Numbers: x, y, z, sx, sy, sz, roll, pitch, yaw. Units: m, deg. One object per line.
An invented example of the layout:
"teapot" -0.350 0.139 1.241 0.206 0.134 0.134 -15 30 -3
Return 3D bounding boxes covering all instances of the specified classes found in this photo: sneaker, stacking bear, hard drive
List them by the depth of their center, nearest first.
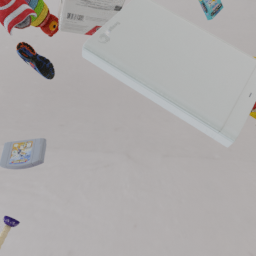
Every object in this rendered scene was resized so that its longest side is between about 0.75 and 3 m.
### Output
"hard drive" 0.771 -0.983 4.199 2.421 0.318 1.597 33 61 8
"sneaker" -3.064 -3.079 6.919 0.861 1.359 2.417 -41 34 -3
"sneaker" -2.552 -1.850 7.781 0.478 1.270 0.498 -52 27 -18
"stacking bear" -2.810 -3.519 8.544 0.993 1.745 1.060 30 87 42

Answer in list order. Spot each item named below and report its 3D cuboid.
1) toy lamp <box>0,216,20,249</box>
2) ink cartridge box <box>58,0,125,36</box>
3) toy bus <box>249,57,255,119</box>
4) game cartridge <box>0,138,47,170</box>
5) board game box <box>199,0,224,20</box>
"toy lamp" -1.792 1.674 3.770 0.270 0.270 0.928 16 58 11
"ink cartridge box" -1.038 -3.809 8.104 1.656 2.256 0.935 2 66 -23
"toy bus" 2.313 -0.676 5.556 0.719 1.313 1.392 -2 32 43
"game cartridge" -2.018 0.505 5.377 0.868 0.180 0.578 -7 52 7
"board game box" 2.627 -4.026 8.923 0.671 0.889 0.209 -48 30 -16
